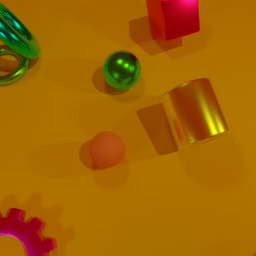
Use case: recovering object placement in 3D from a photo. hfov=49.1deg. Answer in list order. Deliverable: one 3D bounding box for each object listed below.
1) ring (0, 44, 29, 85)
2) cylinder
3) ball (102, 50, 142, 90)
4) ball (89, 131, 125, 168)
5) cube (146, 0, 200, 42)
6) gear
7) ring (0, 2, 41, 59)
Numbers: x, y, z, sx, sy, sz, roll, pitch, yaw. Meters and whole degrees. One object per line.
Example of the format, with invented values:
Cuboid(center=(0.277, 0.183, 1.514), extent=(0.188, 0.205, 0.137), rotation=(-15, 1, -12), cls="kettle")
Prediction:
Cuboid(center=(-3.380, -1.756, 7.674), extent=(1.309, 0.262, 1.309), rotation=(0, 66, 0), cls="ring")
Cuboid(center=(1.518, -0.296, 6.326), extent=(1.276, 1.276, 1.276), rotation=(-17, 80, -8), cls="cylinder")
Cuboid(center=(-0.159, -1.472, 7.139), extent=(1.005, 1.005, 1.005), rotation=(0, 66, 0), cls="ball")
Cuboid(center=(-0.463, 0.477, 6.254), extent=(0.813, 0.813, 0.813), rotation=(0, 66, 0), cls="ball")
Cuboid(center=(1.203, -3.038, 7.544), extent=(1.025, 1.025, 1.025), rotation=(-20, 30, -11), cls="cube")
Cuboid(center=(-2.479, 2.681, 5.546), extent=(2.077, 0.384, 2.077), rotation=(1, 69, -2), cls="gear")
Cuboid(center=(-3.062, -2.605, 7.139), extent=(0.411, 2.057, 2.057), rotation=(-41, 70, 8), cls="ring")
